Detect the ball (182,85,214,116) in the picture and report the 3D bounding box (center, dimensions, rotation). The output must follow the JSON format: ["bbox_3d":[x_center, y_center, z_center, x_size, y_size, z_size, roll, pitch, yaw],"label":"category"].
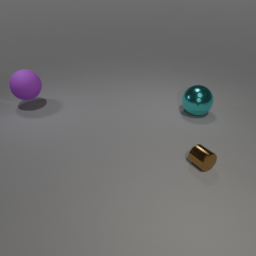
[{"bbox_3d":[3.167,-1.258,12.757,1.400,1.400,1.400,0,31,0],"label":"ball"}]

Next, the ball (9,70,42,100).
[{"bbox_3d":[-4.694,-1.974,12.870,1.400,1.400,1.400,0,31,0],"label":"ball"}]

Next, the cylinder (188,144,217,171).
[{"bbox_3d":[2.561,1.015,9.641,0.700,0.700,0.700,-18,35,-27],"label":"cylinder"}]
